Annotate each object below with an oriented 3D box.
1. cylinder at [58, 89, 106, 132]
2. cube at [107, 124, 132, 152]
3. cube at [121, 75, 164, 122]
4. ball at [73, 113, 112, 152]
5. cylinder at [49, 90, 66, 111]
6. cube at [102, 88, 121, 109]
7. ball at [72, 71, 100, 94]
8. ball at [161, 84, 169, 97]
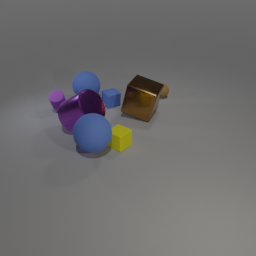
[{"bbox_3d":[-1.872,-0.681,11.345,1.400,1.400,1.400,-22,15,37],"label":"cylinder"},{"bbox_3d":[-0.336,0.383,10.814,0.700,0.700,0.700,23,38,33],"label":"cube"},{"bbox_3d":[0.664,-1.375,12.780,1.400,1.400,1.400,22,35,9],"label":"cube"},{"bbox_3d":[-1.271,0.169,10.069,1.400,1.400,1.400,0,31,0],"label":"ball"},{"bbox_3d":[-3.266,-1.285,13.061,0.700,0.700,0.700,-1,60,2],"label":"cylinder"},{"bbox_3d":[-0.834,-1.482,13.867,0.700,0.700,0.700,-19,40,-28],"label":"cube"},{"bbox_3d":[-2.084,-2.140,14.038,1.400,1.400,1.400,0,31,0],"label":"ball"},{"bbox_3d":[1.800,-1.965,14.679,0.700,0.700,0.700,0,31,0],"label":"ball"}]
